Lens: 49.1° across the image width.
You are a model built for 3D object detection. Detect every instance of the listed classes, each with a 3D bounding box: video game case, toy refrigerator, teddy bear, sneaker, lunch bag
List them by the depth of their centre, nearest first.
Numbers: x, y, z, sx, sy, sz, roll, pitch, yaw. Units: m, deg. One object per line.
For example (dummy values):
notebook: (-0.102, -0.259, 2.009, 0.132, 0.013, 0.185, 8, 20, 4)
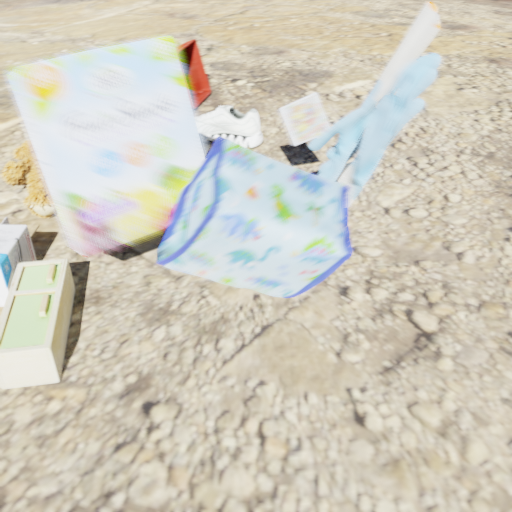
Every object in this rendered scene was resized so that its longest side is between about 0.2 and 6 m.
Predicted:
lunch bag: (-0.108, -0.248, 7.370, 1.899, 2.233, 1.423, 18, 54, -18)
toy refrigerator: (-3.647, 1.010, 9.311, 0.899, 0.828, 2.368, -5, 34, -7)
video game case: (1.072, -2.988, 12.309, 0.988, 0.899, 0.113, -14, 16, 39)
teddy bear: (-4.792, -2.046, 13.506, 2.556, 1.177, 3.526, -2, 35, -7)
sneaker: (-1.115, -3.862, 16.239, 2.708, 1.098, 1.018, 8, 37, 14)

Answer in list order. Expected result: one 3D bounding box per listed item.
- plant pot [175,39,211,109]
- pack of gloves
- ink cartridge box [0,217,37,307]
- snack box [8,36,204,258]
plant pot: (-2.784, -5.995, 18.838, 1.636, 1.857, 1.855, -4, 32, 19)
pack of gloves: (1.642, -2.185, 9.468, 0.759, 3.848, 3.233, 27, 40, -7)
ink cartridge box: (-4.653, 0.064, 10.563, 0.564, 0.979, 1.690, 1, 34, 1)
snack box: (-2.323, -1.876, 9.520, 2.595, 3.077, 1.041, -25, 20, -27)
